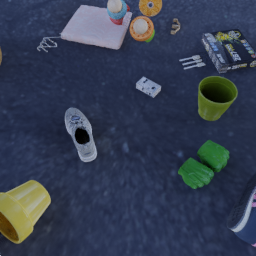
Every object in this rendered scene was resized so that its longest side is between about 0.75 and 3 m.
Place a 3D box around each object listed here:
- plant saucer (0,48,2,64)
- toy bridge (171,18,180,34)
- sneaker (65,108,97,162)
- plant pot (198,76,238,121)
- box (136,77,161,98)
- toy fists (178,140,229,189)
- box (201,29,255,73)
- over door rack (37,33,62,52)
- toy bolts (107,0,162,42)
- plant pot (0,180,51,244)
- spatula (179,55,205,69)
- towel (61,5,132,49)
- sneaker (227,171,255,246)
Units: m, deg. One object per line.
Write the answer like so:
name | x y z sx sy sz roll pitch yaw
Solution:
plant saucer | -5.676 -2.797 10.125 2.083 0.369 2.083 5 80 -30
toy bridge | 2.091 -4.414 12.205 0.345 0.140 1.026 10 55 7
sneaker | -1.431 0.030 8.562 0.739 0.811 1.977 -22 57 -15
plant pot | 2.756 -0.850 9.008 1.173 1.130 1.173 0 54 0
box | 0.727 -1.467 10.006 0.786 0.236 0.458 33 60 22
toy fists | 2.214 1.078 7.986 1.616 0.556 0.824 -38 55 -22
box | 3.984 -3.069 11.019 1.583 0.482 1.963 -11 55 -4
over door rack | -3.128 -3.422 11.327 0.951 0.317 0.702 -4 51 23
toy bolts | 0.223 -4.587 10.878 2.082 1.444 1.989 25 100 4
plant pot | -2.649 1.969 6.980 1.259 1.259 1.185 28 43 19
spatula | 2.489 -2.563 10.921 0.896 0.072 0.623 -15 61 -10
towel | -1.276 -4.357 12.010 2.497 0.402 2.384 12 54 9
sneaker | 3.568 1.910 7.305 1.042 0.891 2.540 40 65 7
